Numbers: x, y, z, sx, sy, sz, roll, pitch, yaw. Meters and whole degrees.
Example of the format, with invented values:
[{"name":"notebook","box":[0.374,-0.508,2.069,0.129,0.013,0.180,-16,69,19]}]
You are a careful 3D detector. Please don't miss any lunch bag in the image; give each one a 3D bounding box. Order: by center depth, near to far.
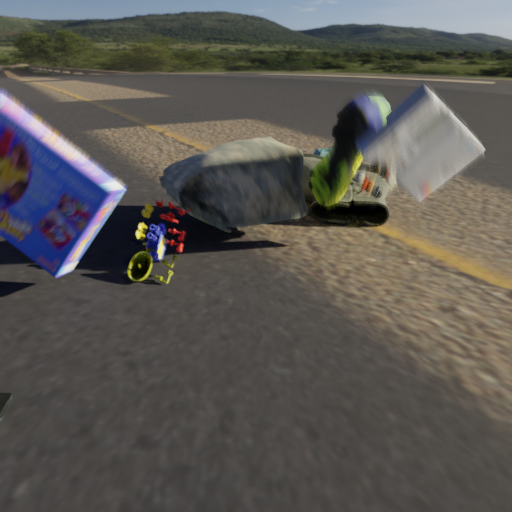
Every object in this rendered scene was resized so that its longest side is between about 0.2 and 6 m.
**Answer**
[{"name":"lunch bag","box":[-0.564,-1.483,11.638,2.690,1.581,2.206,-11,21,-13]}]

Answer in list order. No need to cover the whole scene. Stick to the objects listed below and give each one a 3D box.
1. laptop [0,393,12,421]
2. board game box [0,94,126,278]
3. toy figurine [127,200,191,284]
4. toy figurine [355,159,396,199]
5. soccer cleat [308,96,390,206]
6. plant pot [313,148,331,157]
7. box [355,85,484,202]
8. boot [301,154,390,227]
[{"name":"laptop","box":[-4.326,1.580,4.418,3.249,1.893,3.666,0,23,-2]},{"name":"board game box","box":[-3.615,-1.122,8.899,2.555,1.718,0.572,38,13,1]},{"name":"toy figurine","box":[-1.724,-0.084,10.079,0.843,0.957,1.598,11,66,-1]},{"name":"toy figurine","box":[1.936,-1.257,9.070,0.542,0.377,0.533,-41,30,9]},{"name":"soccer cleat","box":[1.764,-1.872,10.520,1.083,2.589,0.837,-26,66,-28]},{"name":"plant pot","box":[1.927,-2.565,15.610,0.785,0.800,0.783,-4,24,-8]},{"name":"box","box":[2.879,-1.881,9.760,1.905,1.485,0.392,26,34,-38]},{"name":"boot","box":[1.498,-1.494,12.879,3.198,1.083,2.089,5,29,16]}]
